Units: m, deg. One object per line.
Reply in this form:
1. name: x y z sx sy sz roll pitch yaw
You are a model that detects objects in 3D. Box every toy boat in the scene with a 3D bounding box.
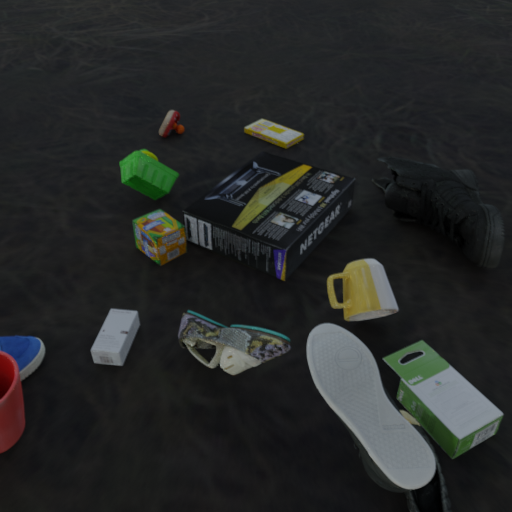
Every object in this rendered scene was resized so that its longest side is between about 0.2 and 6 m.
1. toy boat: -2.100 -3.317 14.307 0.564 0.563 0.863 27 36 -15

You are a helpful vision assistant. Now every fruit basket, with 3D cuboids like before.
1. fruit basket: -2.257 -1.852 11.734 0.844 1.171 1.171 -20 21 41

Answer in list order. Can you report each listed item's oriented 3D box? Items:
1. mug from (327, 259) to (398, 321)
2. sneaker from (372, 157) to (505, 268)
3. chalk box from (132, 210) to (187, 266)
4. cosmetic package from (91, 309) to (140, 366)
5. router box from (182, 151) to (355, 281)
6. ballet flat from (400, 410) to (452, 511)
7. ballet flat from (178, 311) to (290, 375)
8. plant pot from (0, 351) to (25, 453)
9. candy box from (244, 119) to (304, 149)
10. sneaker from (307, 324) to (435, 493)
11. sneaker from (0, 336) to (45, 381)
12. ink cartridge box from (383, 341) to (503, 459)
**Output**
1. mug: 1.668 0.499 8.660 0.832 1.039 0.853 -16 72 28
2. sneaker: 3.357 -0.948 10.811 1.884 1.085 3.612 3 33 4
3. chalk box: -1.852 -0.403 10.388 0.642 0.638 1.029 -29 47 -33
4. cosmetic package: -2.134 1.231 8.554 0.458 0.333 0.900 4 39 5
5. router box: 0.317 -0.915 10.944 2.240 0.744 2.849 22 43 25
6. ballet flat: 1.986 2.589 6.655 0.610 0.522 1.837 -3 38 -4
7. ballet flat: -0.381 1.271 7.782 2.047 0.736 0.736 7 32 45
8. plant pot: -3.476 1.938 7.099 1.134 1.003 1.134 1 38 0
9. candy box: 0.444 -3.111 14.213 1.398 0.185 0.714 29 49 32
10. sneaker: 1.253 1.854 6.636 0.767 1.076 2.170 -26 54 -10
11. sneaker: -4.075 1.357 7.708 2.088 1.162 0.802 -16 41 -19
12. ink cartridge box: 2.455 1.897 7.600 0.782 0.447 1.506 -19 42 -23
